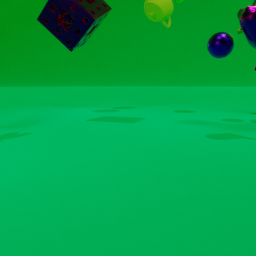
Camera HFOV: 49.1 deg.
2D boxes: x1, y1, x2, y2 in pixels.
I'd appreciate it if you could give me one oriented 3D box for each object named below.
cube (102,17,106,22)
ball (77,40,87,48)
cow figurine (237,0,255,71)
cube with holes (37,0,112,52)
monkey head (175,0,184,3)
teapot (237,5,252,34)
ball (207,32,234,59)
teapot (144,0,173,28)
[{"bbox_3d":[-1.586,-4.674,11.542,0.841,0.841,0.841,-23,0,36],"label":"cube"},{"bbox_3d":[-2.050,-3.627,10.524,1.201,1.201,1.201,0,9,0],"label":"ball"},{"bbox_3d":[3.460,-2.307,7.141,0.958,1.745,1.717,-27,26,34],"label":"cow figurine"},{"bbox_3d":[-1.453,-3.150,7.741,1.226,1.226,1.226,-38,15,37],"label":"cube with holes"},{"bbox_3d":[1.118,-2.805,4.542,0.831,1.379,0.992,-29,43,-26],"label":"monkey head"},{"bbox_3d":[4.171,-3.516,9.183,0.997,0.785,1.603,38,-15,-9],"label":"teapot"},{"bbox_3d":[2.628,-2.351,7.966,0.734,0.734,0.734,0,9,0],"label":"ball"},{"bbox_3d":[0.982,-4.253,9.834,1.701,0.833,1.057,45,-23,-26],"label":"teapot"}]
